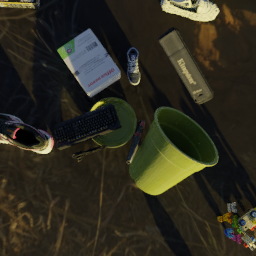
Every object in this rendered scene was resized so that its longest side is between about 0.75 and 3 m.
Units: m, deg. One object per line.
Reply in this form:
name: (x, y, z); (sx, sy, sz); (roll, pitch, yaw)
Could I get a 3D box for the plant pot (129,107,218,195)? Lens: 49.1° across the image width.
plant pot: (1.205, 0.923, 8.939); (2.357, 2.357, 2.238); (40, 122, 4)

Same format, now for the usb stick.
usb stick: (1.759, -1.830, 8.409); (0.673, 0.396, 2.426); (-28, 104, 26)

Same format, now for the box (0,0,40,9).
box: (-4.181, -5.287, 10.761); (1.569, 0.387, 1.253); (3, 82, 1)

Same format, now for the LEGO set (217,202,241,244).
LEGO set: (3.459, 3.289, 9.737); (0.512, 0.551, 1.343); (4, 77, -30)

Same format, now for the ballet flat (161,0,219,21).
ballet flat: (2.352, -4.551, 10.498); (2.268, 0.814, 0.814); (9, 83, 0)

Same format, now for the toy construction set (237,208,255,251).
toy construction set: (4.389, 3.380, 9.618); (1.572, 0.724, 1.030); (-36, 85, -15)

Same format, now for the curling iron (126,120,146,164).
curling iron: (0.281, 0.417, 8.884); (0.299, 2.340, 0.580); (18, 120, 1)

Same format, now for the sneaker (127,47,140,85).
sneaker: (0.198, -2.289, 10.233); (0.463, 0.716, 1.320); (-4, 83, 0)

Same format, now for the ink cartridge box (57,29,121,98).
ink cartridge box: (-1.375, -2.320, 10.179); (1.425, 0.823, 1.959); (-34, 84, -4)

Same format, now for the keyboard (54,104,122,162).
keyboard: (-1.416, 0.243, 9.941); (2.466, 0.254, 1.567); (-20, 84, 10)

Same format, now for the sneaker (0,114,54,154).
sneaker: (-3.955, 0.096, 9.736); (2.676, 1.155, 1.075); (14, 82, 2)

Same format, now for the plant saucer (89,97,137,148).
plant saucer: (-0.585, -0.189, 10.145); (1.814, 0.282, 1.814); (0, 86, 5)
